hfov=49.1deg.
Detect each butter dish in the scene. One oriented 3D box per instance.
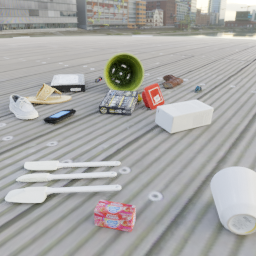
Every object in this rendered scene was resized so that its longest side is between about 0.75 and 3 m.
[{"bbox_3d":[1.011,-1.394,12.904,1.078,1.075,0.797,-28,10,-41],"label":"butter dish"}]

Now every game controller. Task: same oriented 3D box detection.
[{"bbox_3d":[-2.775,-0.509,11.458,0.736,0.297,1.410,12,25,25],"label":"game controller"}]

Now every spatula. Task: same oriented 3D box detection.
[{"bbox_3d":[-1.553,1.323,7.357,2.759,0.222,1.918,-1,18,-3],"label":"spatula"}]

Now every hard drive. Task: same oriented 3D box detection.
[{"bbox_3d":[-3.416,-2.623,16.170,1.849,0.501,2.646,-3,22,-8],"label":"hard drive"}]

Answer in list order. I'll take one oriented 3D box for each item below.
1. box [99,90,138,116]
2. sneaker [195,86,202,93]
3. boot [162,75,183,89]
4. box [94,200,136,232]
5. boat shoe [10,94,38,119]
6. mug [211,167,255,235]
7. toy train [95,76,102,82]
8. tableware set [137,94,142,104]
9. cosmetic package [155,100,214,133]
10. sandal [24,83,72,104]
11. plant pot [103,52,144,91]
[{"bbox_3d":[-0.384,-1.180,12.592,1.433,0.437,1.778,3,31,10],"label":"box"},{"bbox_3d":[3.876,-2.165,15.315,0.280,0.314,0.766,11,25,26],"label":"sneaker"},{"bbox_3d":[2.322,-2.690,16.434,1.406,0.485,1.509,15,32,36],"label":"boot"},{"bbox_3d":[-0.266,1.826,5.841,0.812,0.405,0.388,6,24,14],"label":"box"},{"bbox_3d":[-4.481,-0.952,11.917,0.777,0.740,2.159,-15,27,-31],"label":"boat shoe"},{"bbox_3d":[2.425,1.553,5.756,1.348,1.080,1.107,-1,30,14],"label":"mug"},{"bbox_3d":[-1.821,-3.039,17.551,0.255,0.190,1.113,16,24,6],"label":"toy train"},{"bbox_3d":[0.131,-1.347,13.450,1.277,0.196,0.860,-21,37,-28],"label":"tableware set"},{"bbox_3d":[2.148,-0.476,10.671,1.993,0.710,1.011,-11,30,-28],"label":"cosmetic package"},{"bbox_3d":[-4.096,-1.660,13.355,2.779,0.914,1.019,-9,25,-20],"label":"sandal"},{"bbox_3d":[-0.326,-3.003,15.553,2.143,2.143,2.035,-3,10,-7],"label":"plant pot"}]
